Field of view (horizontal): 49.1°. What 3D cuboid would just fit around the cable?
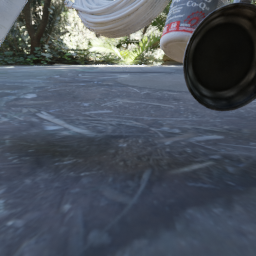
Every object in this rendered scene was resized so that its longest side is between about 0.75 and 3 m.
[{"bbox_3d":[-0.091,-2.648,5.259,2.045,2.045,0.708,51,12,33],"label":"cable"}]

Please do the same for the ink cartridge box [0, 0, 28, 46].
[{"bbox_3d":[-3.097,-2.378,6.309,2.718,2.744,0.595,-6,-35,46],"label":"ink cartridge box"}]

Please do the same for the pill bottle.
[{"bbox_3d":[1.838,-3.088,7.307,1.465,2.528,1.465,16,-9,3],"label":"pill bottle"}]

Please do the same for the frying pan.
[{"bbox_3d":[1.357,-1.427,3.868,1.521,2.515,0.409,-19,24,-5],"label":"frying pan"}]
